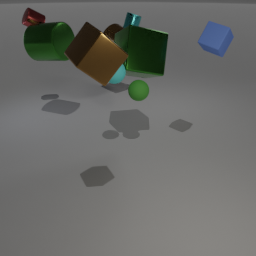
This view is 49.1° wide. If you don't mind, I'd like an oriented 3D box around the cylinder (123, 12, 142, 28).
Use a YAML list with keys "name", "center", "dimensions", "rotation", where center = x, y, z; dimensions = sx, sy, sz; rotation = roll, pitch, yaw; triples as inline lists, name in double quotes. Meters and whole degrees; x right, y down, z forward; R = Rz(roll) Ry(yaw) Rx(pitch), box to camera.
- name: "cylinder"
  center: [0.195, -4.889, 12.931]
  dimensions: [0.700, 0.700, 0.700]
  rotation: [16, 20, -6]

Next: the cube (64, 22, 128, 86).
- name: "cube"
  center: [-0.567, -1.301, 4.940]
  dimensions: [0.700, 0.700, 0.700]
  rotation: [30, 13, -42]

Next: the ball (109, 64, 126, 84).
- name: "ball"
  center: [-0.422, -1.705, 8.547]
  dimensions: [0.700, 0.700, 0.700]
  rotation: [0, 28, 0]

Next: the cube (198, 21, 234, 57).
- name: "cube"
  center: [2.653, -2.673, 8.453]
  dimensions: [0.700, 0.700, 0.700]
  rotation: [32, 10, 29]

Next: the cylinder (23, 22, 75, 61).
- name: "cylinder"
  center: [-2.974, -3.280, 10.704]
  dimensions: [1.400, 1.400, 1.400]
  rotation: [6, 28, 25]

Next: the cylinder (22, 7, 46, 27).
- name: "cylinder"
  center: [-3.785, -4.339, 11.238]
  dimensions: [0.700, 0.700, 0.700]
  rotation: [16, 14, -39]

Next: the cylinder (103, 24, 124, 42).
- name: "cylinder"
  center: [-0.389, -4.228, 13.916]
  dimensions: [1.400, 1.400, 1.400]
  rotation: [-25, 56, -39]

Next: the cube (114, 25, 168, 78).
- name: "cube"
  center: [0.363, -2.512, 9.507]
  dimensions: [1.400, 1.400, 1.400]
  rotation: [4, 4, -23]

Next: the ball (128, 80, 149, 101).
- name: "ball"
  center: [0.351, -1.239, 9.247]
  dimensions: [0.700, 0.700, 0.700]
  rotation: [0, 28, 0]
